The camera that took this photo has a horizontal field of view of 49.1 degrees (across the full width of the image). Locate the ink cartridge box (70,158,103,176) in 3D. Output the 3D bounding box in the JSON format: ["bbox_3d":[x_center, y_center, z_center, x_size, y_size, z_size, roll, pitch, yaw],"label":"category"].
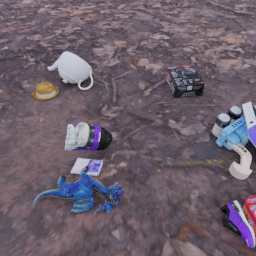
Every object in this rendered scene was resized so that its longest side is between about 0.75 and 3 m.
[{"bbox_3d":[-1.454,1.432,9.897,0.954,0.209,0.963,6,26,6],"label":"ink cartridge box"}]

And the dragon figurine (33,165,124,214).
[{"bbox_3d":[-1.551,2.111,8.842,2.838,0.835,1.411,-18,45,-20],"label":"dragon figurine"}]

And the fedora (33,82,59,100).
[{"bbox_3d":[-3.983,-1.849,13.462,1.230,0.502,1.230,1,42,0],"label":"fedora"}]

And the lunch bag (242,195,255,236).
[{"bbox_3d":[4.401,2.550,8.494,1.627,0.667,1.433,-9,40,-4],"label":"lunch bag"}]

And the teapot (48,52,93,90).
[{"bbox_3d":[-2.759,-2.800,13.933,1.818,1.794,1.328,23,81,51],"label":"teapot"}]

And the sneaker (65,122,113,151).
[{"bbox_3d":[-1.215,0.368,8.858,1.242,0.868,2.498,9,-5,-24],"label":"sneaker"}]

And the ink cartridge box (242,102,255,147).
[{"bbox_3d":[4.918,0.230,10.372,0.406,1.853,1.871,-27,30,33],"label":"ink cartridge box"}]

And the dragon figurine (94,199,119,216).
[{"bbox_3d":[-0.655,2.524,8.823,0.426,0.252,0.856,32,50,30],"label":"dragon figurine"}]

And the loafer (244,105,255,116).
[{"bbox_3d":[5.807,-0.221,11.480,2.252,0.852,0.769,25,49,38],"label":"loafer"}]

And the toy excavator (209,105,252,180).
[{"bbox_3d":[4.093,0.534,10.516,2.239,1.150,2.303,-29,58,-26],"label":"toy excavator"}]

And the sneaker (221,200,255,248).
[{"bbox_3d":[3.188,2.900,8.293,0.708,0.495,1.424,-16,46,1],"label":"sneaker"}]

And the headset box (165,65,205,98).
[{"bbox_3d":[2.741,-2.379,13.857,1.442,0.748,1.937,-6,42,-7],"label":"headset box"}]
